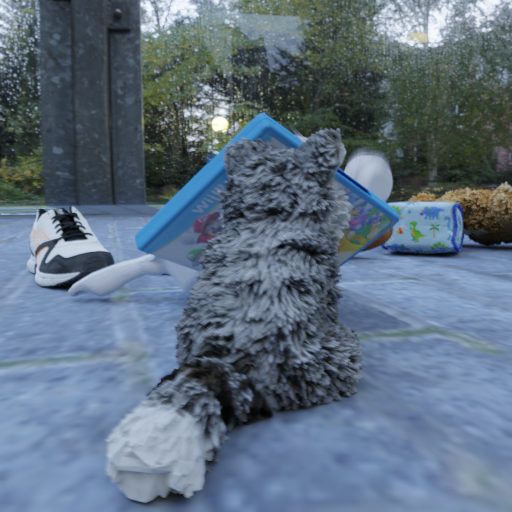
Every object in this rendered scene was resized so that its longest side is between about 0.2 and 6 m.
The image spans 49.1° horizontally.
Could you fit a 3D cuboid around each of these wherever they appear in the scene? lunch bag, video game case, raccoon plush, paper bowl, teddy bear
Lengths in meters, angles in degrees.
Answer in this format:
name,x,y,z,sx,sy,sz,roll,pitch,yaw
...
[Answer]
name,x,y,z,sx,sy,sz,roll,pitch,yaw
lunch bag,3.536,-0.556,11.757,1.514,1.135,1.780,3,-6,25
video game case,0.216,-0.273,5.422,1.622,0.202,2.266,-40,-38,23
raccoon plush,0.068,0.045,3.403,1.263,1.749,2.611,1,7,7
paper bowl,2.507,-1.588,12.298,1.198,1.198,0.623,-5,11,-34
teddy bear,5.340,-1.000,12.541,3.888,1.298,2.819,1,-17,43

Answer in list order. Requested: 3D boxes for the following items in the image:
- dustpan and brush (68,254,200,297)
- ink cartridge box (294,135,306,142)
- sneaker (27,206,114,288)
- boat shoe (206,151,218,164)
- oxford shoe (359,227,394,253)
name,x,y,z,sx,sy,sz,roll,pitch,yaw
dustpan and brush,-0.727,0.030,6.592,3.022,0.865,2.109,-28,-15,-1
ink cartridge box,0.820,-2.166,10.898,0.930,0.310,0.539,17,13,8
sneaker,-2.854,-0.175,8.293,1.007,1.093,2.731,-3,9,-35
boat shoe,-0.647,-0.782,9.871,0.672,2.026,0.757,-19,22,-12
oxford shoe,1.123,-0.283,10.586,2.920,1.041,1.041,-4,28,11
